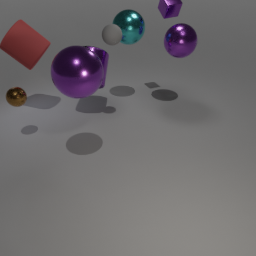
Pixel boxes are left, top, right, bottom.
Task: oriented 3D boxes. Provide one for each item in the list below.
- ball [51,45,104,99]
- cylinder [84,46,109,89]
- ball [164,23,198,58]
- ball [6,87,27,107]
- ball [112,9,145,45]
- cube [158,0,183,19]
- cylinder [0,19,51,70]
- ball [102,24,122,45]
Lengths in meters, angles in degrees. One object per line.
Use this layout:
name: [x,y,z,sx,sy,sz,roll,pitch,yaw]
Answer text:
ball: [-1.356,-1.489,7.524,1.400,1.400,1.400,0,30,0]
cylinder: [-1.574,-2.496,11.711,1.400,1.400,1.400,7,-7,1]
ball: [2.202,-3.654,11.760,1.400,1.400,1.400,0,30,0]
ball: [-3.888,-1.085,9.764,0.700,0.700,0.700,0,30,0]
ball: [0.023,-4.226,11.767,1.400,1.400,1.400,0,30,0]
cube: [1.757,-5.147,11.774,0.700,0.700,0.700,-16,67,-15]
cylinder: [-4.044,-3.268,11.077,1.400,1.400,1.400,37,23,-20]
ball: [-0.547,-3.188,9.584,0.700,0.700,0.700,0,30,0]
